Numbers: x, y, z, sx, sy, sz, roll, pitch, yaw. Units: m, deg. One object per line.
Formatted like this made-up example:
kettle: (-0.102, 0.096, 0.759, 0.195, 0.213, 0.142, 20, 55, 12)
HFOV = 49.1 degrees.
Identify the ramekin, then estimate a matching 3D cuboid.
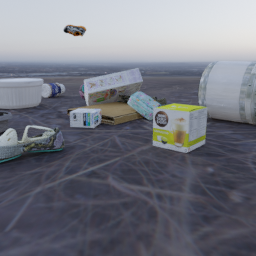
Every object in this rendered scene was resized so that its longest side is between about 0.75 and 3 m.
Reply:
ramekin: (-5.446, -1.701, 13.521, 2.716, 1.265, 2.716, 0, 14, 0)

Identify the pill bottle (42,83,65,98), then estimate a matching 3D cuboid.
pill bottle: (-4.598, -2.350, 17.267, 0.833, 0.833, 1.501, 7, 15, 27)

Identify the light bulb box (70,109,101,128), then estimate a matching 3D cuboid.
light bulb box: (-1.388, -0.341, 9.298, 0.828, 0.517, 0.821, 3, 13, 11)

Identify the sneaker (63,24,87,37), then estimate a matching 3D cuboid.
sneaker: (-1.819, -3.243, 9.396, 0.844, 0.326, 0.330, 7, -18, 22)

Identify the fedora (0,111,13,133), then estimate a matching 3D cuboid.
fedora: (-4.108, -0.149, 8.276, 1.348, 0.609, 1.192, 1, 14, -8)

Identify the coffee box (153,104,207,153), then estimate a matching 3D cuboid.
coffee box: (1.293, -0.048, 6.983, 0.995, 0.985, 0.997, 10, 17, 38)

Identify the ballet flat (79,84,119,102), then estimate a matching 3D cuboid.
ballet flat: (-1.007, -1.545, 13.670, 2.728, 0.943, 0.971, 9, -21, -6)

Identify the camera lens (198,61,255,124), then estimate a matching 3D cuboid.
camera lens: (3.927, -1.249, 9.745, 2.609, 2.087, 2.087, 12, 18, 38)

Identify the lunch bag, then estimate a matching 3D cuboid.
lunch bag: (0.635, -0.842, 10.424, 1.197, 0.461, 0.960, 36, 31, 11)

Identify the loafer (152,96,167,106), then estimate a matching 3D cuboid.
loafer: (1.247, -1.327, 13.676, 1.341, 0.467, 0.504, 3, 13, 12)

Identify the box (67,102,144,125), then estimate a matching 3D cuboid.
box: (-0.492, -0.670, 11.157, 2.433, 0.317, 2.976, 11, 17, 37)

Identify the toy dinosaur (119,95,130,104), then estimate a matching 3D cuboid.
toy dinosaur: (-0.037, -1.263, 12.227, 0.595, 0.448, 1.164, -8, 8, -17)

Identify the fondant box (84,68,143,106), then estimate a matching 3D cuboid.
fondant box: (-0.687, -1.729, 12.374, 2.410, 0.702, 1.739, -16, -14, -12)

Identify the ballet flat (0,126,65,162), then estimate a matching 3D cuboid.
ballet flat: (-2.364, 0.301, 6.224, 1.952, 0.702, 0.702, -10, 17, -37)
